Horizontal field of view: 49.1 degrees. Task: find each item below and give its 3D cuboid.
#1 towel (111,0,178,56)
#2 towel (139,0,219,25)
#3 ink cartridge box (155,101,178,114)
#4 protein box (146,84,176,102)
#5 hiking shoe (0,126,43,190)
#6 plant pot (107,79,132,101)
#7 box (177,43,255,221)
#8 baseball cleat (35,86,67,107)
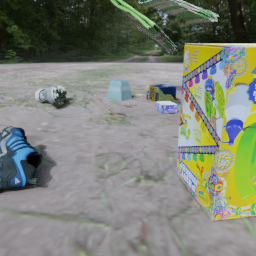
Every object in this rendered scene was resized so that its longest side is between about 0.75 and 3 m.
[{"bbox_3d":[0.518,-3.078,8.625,1.775,0.365,2.379,42,15,21],"label":"towel"},{"bbox_3d":[2.011,-4.762,11.340,2.716,0.318,2.072,10,13,-22],"label":"towel"},{"bbox_3d":[1.434,-0.758,10.308,0.601,0.336,0.880,-4,15,-16],"label":"ink cartridge box"},{"bbox_3d":[1.491,-1.582,12.604,0.964,0.655,0.971,-9,18,-28],"label":"protein box"},{"bbox_3d":[-2.044,0.568,5.267,0.852,0.731,1.965,4,24,-14],"label":"hiking shoe"},{"bbox_3d":[-0.399,-1.771,12.873,0.866,0.883,0.864,11,20,35],"label":"plant pot"},{"bbox_3d":[2.174,-0.089,4.301,2.408,2.319,1.469,-3,19,-10],"label":"box"},{"bbox_3d":[-3.233,-1.250,11.480,1.327,0.869,2.493,-9,8,-1],"label":"baseball cleat"}]
